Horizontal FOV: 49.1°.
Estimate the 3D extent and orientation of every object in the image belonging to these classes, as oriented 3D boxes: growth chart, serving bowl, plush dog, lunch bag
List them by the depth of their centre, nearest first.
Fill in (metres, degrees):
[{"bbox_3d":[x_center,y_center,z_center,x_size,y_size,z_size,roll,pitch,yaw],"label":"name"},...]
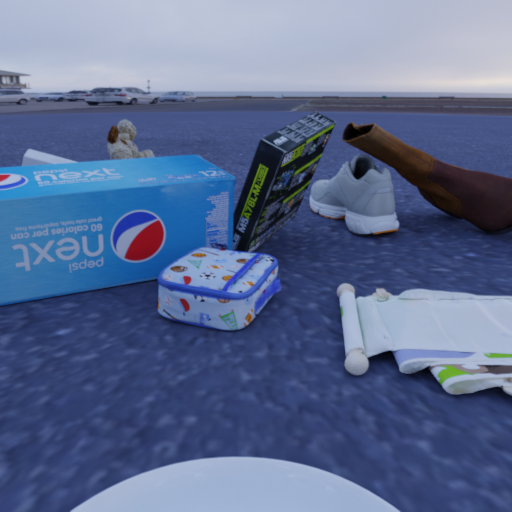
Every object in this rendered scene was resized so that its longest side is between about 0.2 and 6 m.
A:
[{"bbox_3d":[-0.116,1.828,2.427,2.123,0.698,2.123,1,18,0],"label":"serving bowl"},{"bbox_3d":[2.543,0.883,6.027,3.447,0.306,2.494,4,19,10],"label":"growth chart"},{"bbox_3d":[-0.415,0.350,7.197,1.333,0.629,1.664,7,20,16],"label":"lunch bag"},{"bbox_3d":[-4.060,-3.150,17.089,1.424,1.775,1.524,-34,8,4],"label":"plush dog"}]

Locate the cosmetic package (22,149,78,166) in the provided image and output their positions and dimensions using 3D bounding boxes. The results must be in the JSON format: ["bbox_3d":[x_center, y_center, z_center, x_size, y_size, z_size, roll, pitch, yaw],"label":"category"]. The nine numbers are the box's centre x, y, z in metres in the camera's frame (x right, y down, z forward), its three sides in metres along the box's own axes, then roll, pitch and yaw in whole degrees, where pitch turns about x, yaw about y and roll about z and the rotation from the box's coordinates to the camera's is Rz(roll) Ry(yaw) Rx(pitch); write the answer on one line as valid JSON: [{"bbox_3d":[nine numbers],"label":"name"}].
[{"bbox_3d":[-3.836,-1.540,10.838,1.301,0.661,0.481,15,25,-18],"label":"cosmetic package"}]

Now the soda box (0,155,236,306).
[{"bbox_3d":[-2.672,-0.431,7.942,4.604,1.477,1.562,-9,26,-26],"label":"soda box"}]

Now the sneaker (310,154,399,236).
[{"bbox_3d":[1.981,-1.408,11.373,1.147,1.393,3.029,-6,18,-18],"label":"sneaker"}]

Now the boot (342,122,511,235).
[{"bbox_3d":[3.332,-1.673,10.334,3.054,1.046,2.875,30,9,-19],"label":"boot"}]

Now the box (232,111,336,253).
[{"bbox_3d":[0.394,-1.192,9.277,0.509,2.069,2.142,30,36,15],"label":"box"}]
